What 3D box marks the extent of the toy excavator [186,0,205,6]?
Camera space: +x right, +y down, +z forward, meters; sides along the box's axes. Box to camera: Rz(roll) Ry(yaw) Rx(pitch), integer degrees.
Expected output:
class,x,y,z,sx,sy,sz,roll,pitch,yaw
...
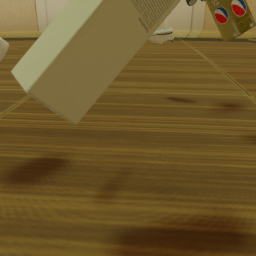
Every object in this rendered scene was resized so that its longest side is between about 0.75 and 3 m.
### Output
class,x,y,z,sx,sy,sz,roll,pitch,yaw
toy excavator,1.804,-4.374,8.409,1.292,0.664,1.329,-17,-22,6

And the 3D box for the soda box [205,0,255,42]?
class,x,y,z,sx,sy,sz,roll,pitch,yaw
soda box,2.179,-2.886,6.301,0.577,1.703,0.545,-33,11,-20

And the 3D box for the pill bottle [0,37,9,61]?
class,x,y,z,sx,sy,sz,roll,pitch,yaw
pill bottle,-3.070,-1.750,5.161,1.491,0.851,0.851,36,-2,-38

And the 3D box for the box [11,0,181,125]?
class,x,y,z,sx,sy,sz,roll,pitch,yaw
box,-0.355,-1.071,3.236,1.969,0.809,0.673,-48,47,0

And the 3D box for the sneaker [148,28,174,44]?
class,x,y,z,sx,sy,sz,roll,pitch,yaw
sneaker,1.039,-3.184,9.862,1.198,0.482,0.458,8,44,33
